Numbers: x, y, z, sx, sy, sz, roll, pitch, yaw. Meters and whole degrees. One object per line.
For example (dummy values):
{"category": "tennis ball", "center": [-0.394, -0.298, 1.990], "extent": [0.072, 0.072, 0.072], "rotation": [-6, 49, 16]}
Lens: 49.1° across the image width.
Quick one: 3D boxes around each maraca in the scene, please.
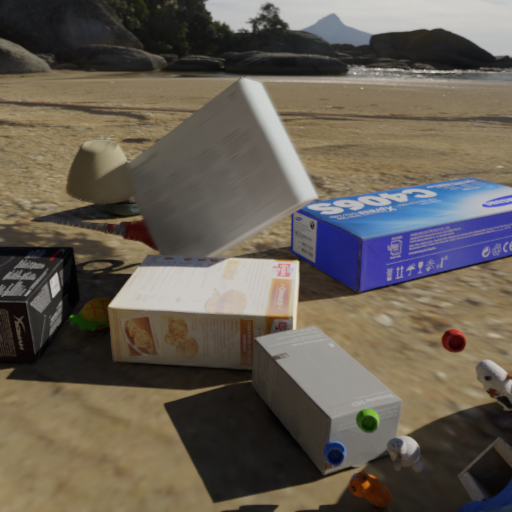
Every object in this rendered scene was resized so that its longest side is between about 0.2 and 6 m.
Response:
{"category": "maraca", "center": [-2.039, 0.767, 7.154], "extent": [0.495, 0.386, 0.721], "rotation": [18, 25, 23]}

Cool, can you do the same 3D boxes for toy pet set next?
{"category": "toy pet set", "center": [1.497, 1.562, 4.087], "extent": [1.404, 1.504, 0.799], "rotation": [43, 6, 1]}

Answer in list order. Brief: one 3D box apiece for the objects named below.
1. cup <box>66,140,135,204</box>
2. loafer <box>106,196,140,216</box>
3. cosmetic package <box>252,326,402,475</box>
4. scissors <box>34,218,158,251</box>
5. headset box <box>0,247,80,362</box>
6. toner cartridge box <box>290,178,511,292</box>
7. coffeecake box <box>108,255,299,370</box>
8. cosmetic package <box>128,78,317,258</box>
{"category": "cup", "center": [-2.179, -1.226, 7.844], "extent": [0.947, 0.678, 0.947], "rotation": [6, 27, -3]}
{"category": "loafer", "center": [-1.819, -1.764, 12.508], "extent": [1.222, 1.070, 3.402], "rotation": [18, 28, 37]}
{"category": "cosmetic package", "center": [0.616, 1.325, 5.432], "extent": [0.802, 0.677, 1.501], "rotation": [-7, 20, -27]}
{"category": "scissors", "center": [-2.036, -0.352, 8.481], "extent": [2.420, 0.169, 0.885], "rotation": [-6, 54, -47]}
{"category": "headset box", "center": [-3.616, 0.548, 7.049], "extent": [2.257, 0.872, 1.680], "rotation": [-1, 22, 0]}
{"category": "toner cartridge box", "center": [2.857, -0.514, 9.630], "extent": [4.164, 0.899, 1.978], "rotation": [-11, 24, -25]}
{"category": "coffeecake box", "center": [-0.539, 0.643, 6.948], "extent": [2.083, 0.761, 1.599], "rotation": [2, 22, 6]}
{"category": "cosmetic package", "center": [-0.610, -1.051, 8.091], "extent": [2.476, 1.867, 0.640], "rotation": [-28, -4, 29]}
